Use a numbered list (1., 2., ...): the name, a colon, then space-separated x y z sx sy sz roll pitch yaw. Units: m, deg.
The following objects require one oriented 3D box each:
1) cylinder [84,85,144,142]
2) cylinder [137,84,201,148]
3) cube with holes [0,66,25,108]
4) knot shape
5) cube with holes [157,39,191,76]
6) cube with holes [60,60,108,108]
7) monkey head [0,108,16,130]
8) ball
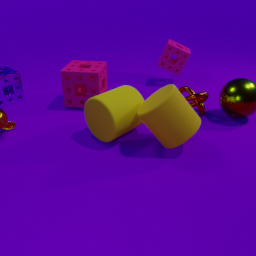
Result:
1. cylinder: -0.315 -0.379 7.072 1.146 1.146 1.146 25 38 37
2. cylinder: 0.949 -0.267 6.514 1.079 1.079 1.079 -38 16 13
3. cube with holes: -4.038 -1.321 8.950 0.946 0.946 0.946 25 38 37
4. knot shape: 1.916 -0.824 8.061 1.051 0.486 0.984 31 -10 0
5. cube with holes: 1.671 -2.578 10.195 0.863 0.863 0.863 24 29 -3
6. cube with holes: -1.321 -1.381 8.770 1.140 1.140 1.140 4 29 7
7. monkey head: -3.534 -0.139 7.095 1.262 0.908 0.760 27 4 -21
8. ball: 3.163 -0.843 7.921 1.135 1.135 1.135 0 29 0
